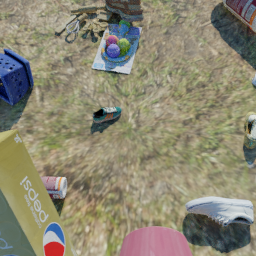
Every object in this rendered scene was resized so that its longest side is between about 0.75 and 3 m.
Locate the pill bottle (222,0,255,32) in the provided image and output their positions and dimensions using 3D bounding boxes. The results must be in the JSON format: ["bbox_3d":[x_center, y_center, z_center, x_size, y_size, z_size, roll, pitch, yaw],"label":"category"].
[{"bbox_3d":[4.883,-5.257,11.395,1.507,1.507,2.750,-23,60,-15],"label":"pill bottle"}]

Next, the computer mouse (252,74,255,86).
[{"bbox_3d":[4.767,-1.911,9.944,0.613,0.245,1.119,28,61,16],"label":"computer mouse"}]

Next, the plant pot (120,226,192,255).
[{"bbox_3d":[0.582,3.236,5.544,2.252,2.252,2.016,0,41,0],"label":"plant pot"}]

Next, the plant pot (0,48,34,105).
[{"bbox_3d":[-3.928,-1.761,9.267,1.307,1.307,1.175,31,55,19],"label":"plant pot"}]

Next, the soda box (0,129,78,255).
[{"bbox_3d":[-1.649,1.458,4.171,0.922,2.722,0.871,-14,19,14],"label":"soda box"}]

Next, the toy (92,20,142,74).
[{"bbox_3d":[-0.389,-3.230,10.616,1.434,0.588,2.490,9,57,7],"label":"toy"}]

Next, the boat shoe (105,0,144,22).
[{"bbox_3d":[-0.148,-5.203,11.443,1.042,0.988,2.752,-18,43,-23],"label":"boat shoe"}]

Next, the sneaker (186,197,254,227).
[{"bbox_3d":[2.336,2.125,7.039,1.730,0.632,0.612,1,53,0],"label":"sneaker"}]

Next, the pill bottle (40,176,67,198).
[{"bbox_3d":[-2.162,1.572,7.450,0.975,0.557,0.557,3,57,1],"label":"pill bottle"}]

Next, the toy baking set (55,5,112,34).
[{"bbox_3d":[-1.823,-4.496,11.559,2.341,0.272,1.796,-4,52,2],"label":"toy baking set"}]

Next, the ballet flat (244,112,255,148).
[{"bbox_3d":[3.850,-0.032,8.571,0.499,0.499,1.412,16,58,11],"label":"ballet flat"}]

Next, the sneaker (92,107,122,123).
[{"bbox_3d":[-0.652,-0.486,8.908,0.990,0.396,0.353,-22,59,-14],"label":"sneaker"}]
